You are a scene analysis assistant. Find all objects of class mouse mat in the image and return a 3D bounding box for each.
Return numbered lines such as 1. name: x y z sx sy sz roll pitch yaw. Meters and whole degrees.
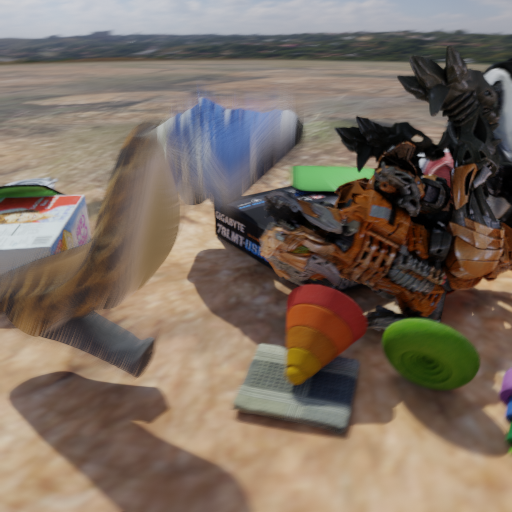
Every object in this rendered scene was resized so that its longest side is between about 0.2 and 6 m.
1. mouse mat: -5.019 -0.936 9.697 3.166 0.119 2.547 -8 2 -8
2. mouse mat: 1.501 -1.404 10.235 1.702 0.064 1.370 4 27 2

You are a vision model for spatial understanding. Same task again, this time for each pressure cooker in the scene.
1. pressure cooker: 4.977 -1.930 9.477 3.388 3.026 2.979 -3 -5 1

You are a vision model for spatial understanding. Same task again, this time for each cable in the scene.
1. cable: -4.694 -1.282 11.509 1.078 0.373 1.078 -1 25 -1

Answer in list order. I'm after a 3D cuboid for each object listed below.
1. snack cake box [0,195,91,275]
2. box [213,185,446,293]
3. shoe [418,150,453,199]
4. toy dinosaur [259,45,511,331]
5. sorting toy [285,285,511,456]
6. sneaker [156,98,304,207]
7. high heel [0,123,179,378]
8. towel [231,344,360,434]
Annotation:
1. snack cake box: -3.445 -0.192 8.440 1.388 0.811 2.414 -4 23 -4
2. box: 1.274 -0.482 9.261 2.965 0.737 2.943 -15 27 -29
3. shoe: 4.154 -1.645 11.524 1.296 1.018 2.850 12 23 33
4. toy dinosaur: 2.226 -0.530 7.414 4.640 3.149 2.370 10 -20 -42
5. sorting toy: 1.394 1.197 5.453 2.766 0.959 0.953 18 51 20
6. sneaker: -0.607 -1.527 7.900 1.287 1.309 3.399 -43 19 -24
7. high heel: -1.786 -0.172 5.309 1.942 2.724 0.972 22 33 13
8. towel: 0.426 1.344 5.773 1.162 0.201 1.119 9 28 13
